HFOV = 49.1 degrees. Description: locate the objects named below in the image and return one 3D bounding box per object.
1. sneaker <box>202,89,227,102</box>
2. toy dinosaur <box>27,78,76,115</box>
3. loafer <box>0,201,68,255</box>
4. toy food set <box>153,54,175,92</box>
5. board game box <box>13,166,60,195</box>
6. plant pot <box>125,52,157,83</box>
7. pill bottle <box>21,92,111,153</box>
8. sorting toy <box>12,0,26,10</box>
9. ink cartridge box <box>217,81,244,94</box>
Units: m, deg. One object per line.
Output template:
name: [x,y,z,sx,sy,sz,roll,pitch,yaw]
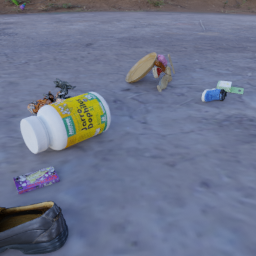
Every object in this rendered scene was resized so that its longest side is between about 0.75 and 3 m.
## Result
sneaker: [3.649,-1.356,11.654,0.705,0.486,1.267,15,24,42]
toy dinosaur: [-2.500,-0.871,10.518,2.299,1.174,1.560,16,42,-9]
loafer: [-2.464,1.812,5.197,2.591,0.937,0.943,-6,30,-10]
toy food set: [1.604,-2.732,13.350,0.364,1.470,2.312,-8,22,32]
board game box: [-2.298,1.297,7.039,1.008,0.163,0.605,-15,36,-27]
plant pot: [0.697,-2.916,13.775,1.980,0.272,1.980,-36,25,20]
pill bottle: [-1.845,-0.156,8.443,2.446,1.379,1.379,-23,36,-37]
sorting toy: [-3.812,-4.391,9.506,0.795,0.274,0.276,38,-4,-14]
ink cartridge box: [4.719,-1.881,12.901,1.157,0.278,0.842,9,29,21]
